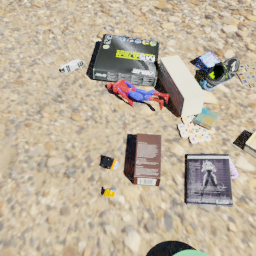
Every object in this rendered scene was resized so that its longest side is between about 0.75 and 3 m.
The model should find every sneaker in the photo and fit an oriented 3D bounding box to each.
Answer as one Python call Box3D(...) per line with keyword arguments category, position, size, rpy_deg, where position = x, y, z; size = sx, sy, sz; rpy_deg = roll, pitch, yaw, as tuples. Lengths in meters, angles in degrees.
Box3D(category="sneaker", position=(-2.734, -2.995, 13.469), size=(1.160, 0.436, 0.470), rpy_deg=(-26, 44, -23))
Box3D(category="sneaker", position=(4.285, -2.544, 12.622), size=(2.377, 0.985, 0.843), rpy_deg=(-33, 75, -21))

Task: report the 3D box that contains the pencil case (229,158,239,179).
Box3D(category="pencil case", position=(3.647, 1.440, 9.993), size=(0.338, 0.332, 0.791), rpy_deg=(-28, 50, 16))

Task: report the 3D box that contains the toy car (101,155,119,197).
Box3D(category="toy car", position=(-0.661, 1.712, 9.835), size=(0.506, 0.746, 1.522), rpy_deg=(25, 63, -36))

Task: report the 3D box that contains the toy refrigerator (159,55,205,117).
Box3D(category="toy refrigerator", position=(2.255, -1.863, 12.000), size=(0.986, 1.070, 2.817), rpy_deg=(-12, 48, -10))

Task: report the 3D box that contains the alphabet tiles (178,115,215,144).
Box3D(category="alphabet tiles", position=(2.731, 0.049, 11.212), size=(1.386, 0.101, 1.356), rpy_deg=(-8, 52, -6))

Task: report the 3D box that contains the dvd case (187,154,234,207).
Box3D(category="dvd case", position=(2.781, 1.747, 9.657), size=(1.459, 0.157, 1.962), rpy_deg=(-2, 52, 15))

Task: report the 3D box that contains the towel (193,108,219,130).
Box3D(category="towel", position=(3.209, -0.381, 11.458), size=(0.772, 0.114, 1.053), rpy_deg=(27, 50, 18))

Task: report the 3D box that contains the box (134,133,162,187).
Box3D(category="box", position=(0.707, 1.110, 10.017), size=(0.929, 0.695, 1.855), rpy_deg=(4, 53, 4))

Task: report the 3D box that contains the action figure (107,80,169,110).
Box3D(category="action figure", position=(0.298, -1.470, 12.052), size=(2.866, 0.741, 0.937), rpy_deg=(23, 50, 23))

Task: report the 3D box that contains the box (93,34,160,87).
Box3D(category="box", position=(-0.003, -3.293, 13.382), size=(2.902, 0.690, 2.803), rpy_deg=(9, 50, 1))

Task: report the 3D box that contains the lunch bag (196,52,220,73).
Box3D(category="lunch bag", position=(3.993, -3.015, 13.435), size=(0.855, 0.534, 1.135), rpy_deg=(-32, 68, -26))

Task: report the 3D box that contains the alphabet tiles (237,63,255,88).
Box3D(category="alphabet tiles", position=(5.885, -2.497, 13.259), size=(1.357, 0.061, 1.623), rpy_deg=(-6, 52, -5))

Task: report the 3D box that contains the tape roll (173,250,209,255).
Box3D(category="tape roll", position=(1.756, 4.252, 7.375), size=(1.898, 0.456, 1.898), rpy_deg=(3, 49, -3))

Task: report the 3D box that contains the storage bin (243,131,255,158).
Box3D(category="storage bin", position=(5.035, 0.688, 10.468), size=(1.022, 0.479, 1.015), rpy_deg=(36, 60, 25))
